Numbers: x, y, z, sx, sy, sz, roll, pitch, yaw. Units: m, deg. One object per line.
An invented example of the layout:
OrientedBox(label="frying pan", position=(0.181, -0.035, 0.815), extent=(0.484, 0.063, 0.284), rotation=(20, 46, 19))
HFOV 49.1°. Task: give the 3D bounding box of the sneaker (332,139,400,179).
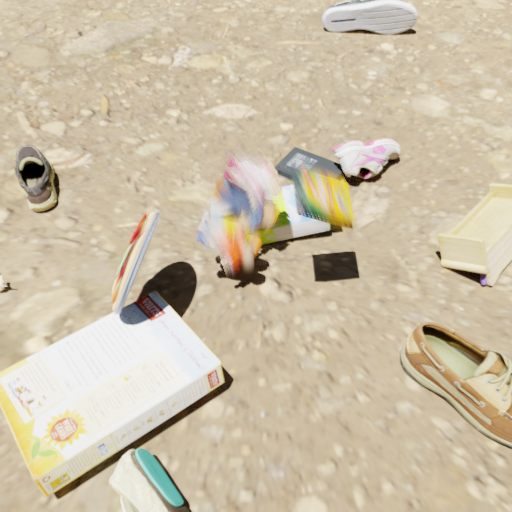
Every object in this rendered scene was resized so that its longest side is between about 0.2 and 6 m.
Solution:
OrientedBox(label="sneaker", position=(2.300, -1.951, 11.484), extent=(1.678, 0.683, 0.740), rotation=(-11, 90, -30))

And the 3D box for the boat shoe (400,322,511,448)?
OrientedBox(label="boat shoe", position=(3.151, 1.770, 7.759), extent=(2.460, 0.908, 0.931), rotation=(29, 53, 25))

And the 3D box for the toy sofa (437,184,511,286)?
OrientedBox(label="toy sofa", position=(4.154, -0.398, 9.981), extent=(2.032, 0.991, 0.841), rotation=(-38, 32, -30))

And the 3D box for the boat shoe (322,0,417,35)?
OrientedBox(label="boat shoe", position=(3.209, -6.934, 15.893), extent=(2.632, 0.949, 0.933), rotation=(4, 51, 6))

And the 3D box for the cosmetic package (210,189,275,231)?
OrientedBox(label="cosmetic package", position=(-0.238, -0.778, 9.928), extent=(1.104, 0.498, 0.590), rotation=(-9, 52, 0))

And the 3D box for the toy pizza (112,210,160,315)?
OrientedBox(label="toy pizza", position=(-1.846, 0.071, 8.327), extent=(0.265, 1.672, 1.672), rotation=(22, 47, -10))

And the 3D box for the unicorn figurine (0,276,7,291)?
OrientedBox(label="unicorn figurine", position=(-4.590, 0.400, 9.493), extent=(0.916, 0.338, 0.629), rotation=(-22, 59, 0))

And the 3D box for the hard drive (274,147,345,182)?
OrientedBox(label="hard drive", position=(1.131, -1.770, 11.565), extent=(1.257, 0.207, 0.877), rotation=(26, 52, 22))

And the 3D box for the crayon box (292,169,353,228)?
OrientedBox(label="crayon box", position=(1.044, -0.822, 8.175), extent=(1.019, 0.259, 0.647), rotation=(11, 59, -31))

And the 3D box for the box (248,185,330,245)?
OrientedBox(label="box", position=(0.599, -0.825, 10.390), extent=(1.745, 0.416, 1.064), rotation=(-11, 48, 0))

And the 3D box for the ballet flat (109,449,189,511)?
OrientedBox(label="ballet flat", position=(-1.046, 3.245, 6.690), extent=(0.659, 0.712, 2.113), rotation=(-48, 55, -3))

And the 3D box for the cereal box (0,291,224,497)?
OrientedBox(label="cereal box", position=(-2.086, 1.757, 7.896), extent=(2.722, 0.538, 1.958), rotation=(-28, 44, -24))

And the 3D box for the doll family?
OrientedBox(label="doll family", position=(-0.222, -0.675, 9.177), extent=(1.124, 0.816, 1.811), rotation=(24, 83, -14))

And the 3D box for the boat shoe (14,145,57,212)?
OrientedBox(label="boat shoe", position=(-4.432, -1.712, 11.209), extent=(0.730, 0.646, 1.993), rotation=(-21, 50, -18))
